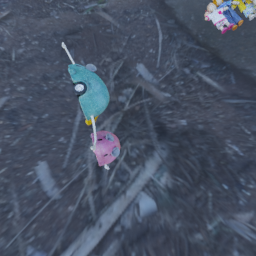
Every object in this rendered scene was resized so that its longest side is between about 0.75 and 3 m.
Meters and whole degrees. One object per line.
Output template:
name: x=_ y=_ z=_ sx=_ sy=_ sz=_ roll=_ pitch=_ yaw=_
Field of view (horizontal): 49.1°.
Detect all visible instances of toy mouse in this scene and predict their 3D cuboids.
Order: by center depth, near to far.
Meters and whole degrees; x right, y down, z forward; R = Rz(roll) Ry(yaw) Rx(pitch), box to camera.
toy mouse: x=-0.435 y=-0.157 z=4.117 sx=0.431 sy=2.228 sz=1.980 roll=-17 pitch=21 yaw=-7

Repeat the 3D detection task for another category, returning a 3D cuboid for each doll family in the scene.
doll family: x=2.679 y=-3.069 z=7.154 sx=1.579 sy=0.711 sz=0.980 roll=-32 pitch=77 yaw=9
